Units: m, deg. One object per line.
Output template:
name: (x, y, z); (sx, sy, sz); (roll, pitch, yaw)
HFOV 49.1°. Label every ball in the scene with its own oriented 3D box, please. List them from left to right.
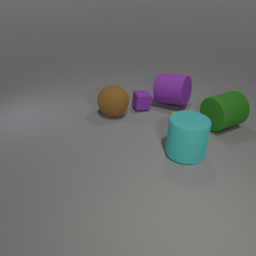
ball: (-0.649, -1.202, 12.379); (1.400, 1.400, 1.400); (0, 30, 0)

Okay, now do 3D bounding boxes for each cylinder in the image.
cylinder: (2.094, -1.823, 13.114); (1.400, 1.400, 1.400); (11, 31, 30)
cylinder: (2.063, 0.307, 9.715); (1.400, 1.400, 1.400); (2, 30, -1)
cylinder: (3.896, -0.700, 11.340); (1.400, 1.400, 1.400); (-16, 33, -26)

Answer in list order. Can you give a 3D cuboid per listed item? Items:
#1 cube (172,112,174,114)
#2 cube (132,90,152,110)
cube: (2.150, -0.196, 11.357); (0.700, 0.700, 0.700); (1, 30, 2)
cube: (0.639, -1.302, 13.060); (0.700, 0.700, 0.700); (-4, 32, -17)
